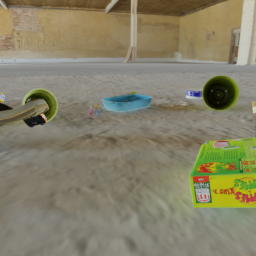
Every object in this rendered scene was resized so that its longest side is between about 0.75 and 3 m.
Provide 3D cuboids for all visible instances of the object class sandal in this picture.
[{"bbox_3d":[-3.177,-0.353,6.521,2.725,0.736,1.094,-15,9,11],"label":"sandal"}]

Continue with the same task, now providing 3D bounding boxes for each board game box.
[{"bbox_3d":[1.656,0.636,4.550,1.011,0.474,1.991,-7,9,21],"label":"board game box"}]

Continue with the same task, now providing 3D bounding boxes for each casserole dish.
[{"bbox_3d":[-0.007,-0.993,11.016,2.185,0.424,1.324,-14,21,-42],"label":"casserole dish"}]

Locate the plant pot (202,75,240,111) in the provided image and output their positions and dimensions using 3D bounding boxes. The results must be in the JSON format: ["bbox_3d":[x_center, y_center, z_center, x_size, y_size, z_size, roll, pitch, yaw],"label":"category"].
[{"bbox_3d":[3.575,-1.316,10.925,1.324,1.324,1.275,4,4,15],"label":"plant pot"}]

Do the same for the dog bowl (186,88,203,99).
[{"bbox_3d":[3.294,-1.651,13.383,1.003,0.395,1.003,0,15,0],"label":"dog bowl"}]

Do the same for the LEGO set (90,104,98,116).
[{"bbox_3d":[-1.222,-0.682,10.074,0.303,0.326,0.795,-1,16,-8],"label":"LEGO set"}]

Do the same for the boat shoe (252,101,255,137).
[{"bbox_3d":[3.811,0.085,6.302,2.879,0.933,1.054,13,1,-23],"label":"boat shoe"}]

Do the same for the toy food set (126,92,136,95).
[{"bbox_3d":[0.168,-1.768,14.244,0.520,0.151,0.753,-3,16,-12],"label":"toy food set"}]

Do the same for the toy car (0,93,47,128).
[{"bbox_3d":[-2.821,-0.584,7.544,0.684,1.394,0.464,-27,33,32],"label":"toy car"}]

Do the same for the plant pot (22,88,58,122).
[{"bbox_3d":[-2.974,-0.708,9.122,1.094,1.094,1.006,-10,7,-31],"label":"plant pot"}]
